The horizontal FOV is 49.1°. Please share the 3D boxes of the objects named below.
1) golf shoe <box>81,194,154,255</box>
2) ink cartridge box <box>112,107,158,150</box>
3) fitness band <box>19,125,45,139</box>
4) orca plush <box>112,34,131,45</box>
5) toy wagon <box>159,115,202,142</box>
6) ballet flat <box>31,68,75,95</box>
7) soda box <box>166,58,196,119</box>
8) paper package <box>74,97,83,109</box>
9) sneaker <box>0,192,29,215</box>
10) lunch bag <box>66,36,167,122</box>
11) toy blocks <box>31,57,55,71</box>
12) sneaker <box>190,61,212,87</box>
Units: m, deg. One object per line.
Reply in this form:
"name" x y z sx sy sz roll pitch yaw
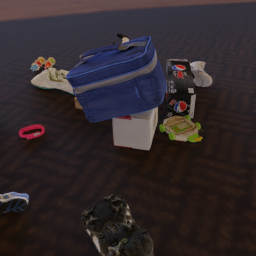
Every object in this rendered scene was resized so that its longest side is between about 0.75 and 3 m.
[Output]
"golf shoe" -0.200 2.142 5.282 0.990 1.203 2.546 -22 13 -11
"ink cartridge box" 0.264 -0.251 8.410 1.082 1.077 1.489 6 35 12
"fitness band" -2.996 0.117 8.738 0.760 0.142 0.546 -16 36 -22
"orca plush" -0.531 -3.396 12.913 0.897 1.327 2.523 -25 52 33
"toy wagon" 1.707 0.078 8.659 1.102 0.281 1.420 -19 41 -24
"ballet flat" -2.721 -1.933 10.973 2.561 0.889 0.889 16 39 21
"soda box" 1.859 -1.519 10.224 0.915 1.022 2.888 2 36 7
"paper package" -1.417 -1.011 10.051 0.756 0.410 0.793 13 37 18
"sneaker" -2.802 1.705 6.382 1.107 0.419 0.426 -1 14 -2
"lunch bag" -0.382 -1.406 7.638 2.586 1.711 1.757 -11 29 19
"toy blocks" -3.854 -2.835 12.615 0.854 0.372 1.025 5 36 7
"sneaker" 2.992 -2.300 11.607 1.020 0.667 1.775 -24 39 -25
